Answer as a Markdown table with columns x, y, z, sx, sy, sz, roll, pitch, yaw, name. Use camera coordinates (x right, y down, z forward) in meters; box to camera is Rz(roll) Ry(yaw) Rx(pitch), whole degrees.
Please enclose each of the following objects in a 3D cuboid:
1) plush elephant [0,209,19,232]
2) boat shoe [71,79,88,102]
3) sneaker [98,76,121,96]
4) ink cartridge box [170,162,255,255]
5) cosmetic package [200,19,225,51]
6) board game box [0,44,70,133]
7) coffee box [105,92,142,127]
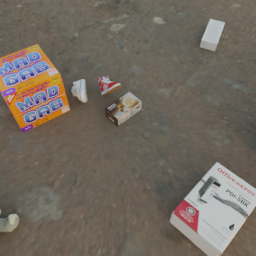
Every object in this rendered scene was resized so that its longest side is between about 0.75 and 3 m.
| x | y | z | sx | sy | sz | roll | pitch | yaw | name |
| --- | --- | --- | --- | --- | --- | --- | --- | --- | --- |
| -3.531 | 2.225 | 6.078 | 1.814 | 1.404 | 1.494 | 13 | 55 | 10 | plush elephant |
| -1.581 | -1.167 | 9.019 | 0.479 | 0.528 | 1.434 | -9 | 25 | -4 | boat shoe |
| -0.624 | -1.432 | 8.893 | 0.383 | 1.076 | 0.605 | -17 | 91 | -32 | sneaker |
| 2.096 | 1.916 | 6.706 | 1.339 | 0.756 | 1.825 | 36 | 62 | 25 | ink cartridge box |
| 3.358 | -3.700 | 11.119 | 0.633 | 0.388 | 1.533 | 19 | 56 | 13 | cosmetic package |
| -2.960 | -1.201 | 8.494 | 1.612 | 1.613 | 1.614 | -29 | 58 | -18 | board game box |
| -0.144 | -0.601 | 8.799 | 1.037 | 0.413 | 0.593 | -36 | 61 | -24 | coffee box |
